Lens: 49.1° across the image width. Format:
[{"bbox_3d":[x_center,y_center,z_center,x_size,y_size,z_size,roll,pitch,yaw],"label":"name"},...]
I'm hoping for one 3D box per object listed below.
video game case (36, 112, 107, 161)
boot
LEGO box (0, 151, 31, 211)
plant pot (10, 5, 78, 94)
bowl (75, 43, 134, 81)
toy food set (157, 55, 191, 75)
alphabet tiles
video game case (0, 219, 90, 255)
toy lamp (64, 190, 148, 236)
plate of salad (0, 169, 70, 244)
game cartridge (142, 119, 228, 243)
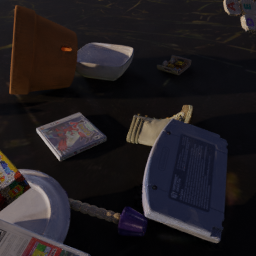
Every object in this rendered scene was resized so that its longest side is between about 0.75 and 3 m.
[{"bbox_3d":[-1.664,0.181,8.163,1.476,0.186,1.619,-24,43,-28],"label":"video game case"},{"bbox_3d":[0.974,-0.123,8.120,1.628,0.762,2.095,13,42,16],"label":"boot"},{"bbox_3d":[-2.374,0.862,4.772,1.156,0.446,0.861,33,59,31],"label":"LEGO box"},{"bbox_3d":[-2.998,-2.543,9.903,2.051,2.930,2.930,5,33,-23],"label":"plant pot"},{"bbox_3d":[-0.967,-2.686,11.486,2.245,0.838,2.242,9,38,13],"label":"bowl"},{"bbox_3d":[1.976,-2.728,11.889,0.977,0.411,1.362,23,42,27],"label":"toy food set"},{"bbox_3d":[3.159,-3.454,7.171,1.972,2.016,0.147,-7,-4,-26],"label":"alphabet tiles"},{"bbox_3d":[-1.882,2.684,4.344,1.928,0.243,2.116,16,49,13],"label":"video game case"},{"bbox_3d":[-0.599,1.748,5.751,2.020,0.588,0.588,10,38,16],"label":"toy lamp"},{"bbox_3d":[-2.300,1.878,5.539,2.327,0.559,2.327,1,52,-1],"label":"plate of salad"},{"bbox_3d":[1.282,0.986,6.228,1.758,0.533,2.636,23,48,0],"label":"game cartridge"}]
